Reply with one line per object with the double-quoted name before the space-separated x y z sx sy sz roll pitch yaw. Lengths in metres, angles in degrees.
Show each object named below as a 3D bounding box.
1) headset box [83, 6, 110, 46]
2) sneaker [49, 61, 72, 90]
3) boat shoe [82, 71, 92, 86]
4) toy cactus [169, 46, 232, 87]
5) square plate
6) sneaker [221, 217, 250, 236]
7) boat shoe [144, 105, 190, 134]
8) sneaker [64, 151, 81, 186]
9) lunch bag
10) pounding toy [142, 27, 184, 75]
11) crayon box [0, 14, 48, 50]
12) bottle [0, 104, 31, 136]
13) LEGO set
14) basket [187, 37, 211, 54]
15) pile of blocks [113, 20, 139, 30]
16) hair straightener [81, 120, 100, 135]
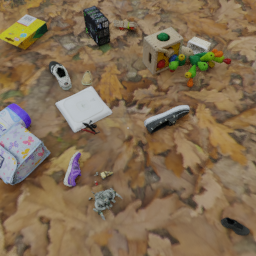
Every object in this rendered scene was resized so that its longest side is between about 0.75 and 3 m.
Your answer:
"headset box" -1.549 -5.026 13.731 0.694 1.302 1.496 -27 60 -17
"sneaker" -3.029 -2.554 12.390 0.669 0.800 1.807 -29 59 -17
"boat shoe" -1.416 -1.739 9.637 0.346 0.368 0.966 3 27 -12
"toy cactus" 2.951 -3.012 12.611 2.768 1.415 2.284 -20 39 -10
"square plate" -1.847 -0.871 11.569 1.777 0.255 1.793 -29 61 -18
"sneaker" 3.402 3.087 8.805 0.883 0.401 0.335 20 56 12
"boat shoe" 1.591 -0.314 11.003 1.932 0.663 0.547 -21 65 -6
"sneaker" -1.874 1.464 9.943 0.532 0.514 1.275 16 65 -7
"lunch bag" -3.957 0.926 9.849 1.510 1.132 1.781 34 70 23
"pounding toy" 1.518 -3.364 12.261 1.727 1.876 1.334 -26 60 -17
"crayon box" -5.230 -4.726 13.989 1.346 0.538 2.120 26 59 17
"bottle" -4.946 0.239 10.438 1.111 0.868 2.659 35 63 21
"LEGO set" -0.829 2.159 9.381 1.097 0.479 1.689 -17 58 -11
"basket" 3.363 -3.807 13.316 0.983 0.666 0.606 31 57 19
"pile of blocks" -0.139 -5.267 14.508 1.377 0.565 0.428 15 100 21
"hair straightener" -1.184 -0.037 9.269 0.231 1.130 0.435 9 82 24
